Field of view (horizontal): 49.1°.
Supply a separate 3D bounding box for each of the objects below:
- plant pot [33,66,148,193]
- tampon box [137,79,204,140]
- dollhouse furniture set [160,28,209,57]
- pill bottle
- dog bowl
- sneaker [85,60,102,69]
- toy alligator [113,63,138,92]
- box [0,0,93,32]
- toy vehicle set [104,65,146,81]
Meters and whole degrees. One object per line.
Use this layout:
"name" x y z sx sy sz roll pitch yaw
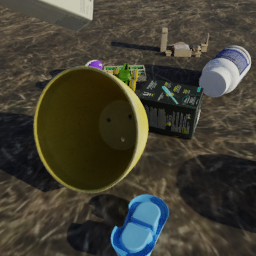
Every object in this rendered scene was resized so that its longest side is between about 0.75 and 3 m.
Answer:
"plant pot" -0.610 -0.019 6.947 2.767 2.767 1.964 18 12 23
"tampon box" 1.277 -0.620 8.668 1.805 1.140 1.353 13 38 17
"dollhouse furniture set" 2.759 -4.156 13.613 2.289 1.013 1.187 3 36 4
"pill bottle" 3.608 -2.101 10.520 1.354 1.354 2.437 22 41 27
"dog bowl" 0.264 2.044 5.689 0.857 0.381 1.538 17 40 21
"sneaker" -1.395 -1.943 10.937 1.012 0.707 2.034 20 46 20
"toy alligator" -0.220 -1.447 10.248 0.933 0.677 2.816 7 41 6
"box" -2.576 -3.971 8.490 2.909 0.995 1.195 9 -12 -38
"toy vehicle set" -0.143 -2.278 11.711 1.730 0.229 1.075 -2 36 -3
